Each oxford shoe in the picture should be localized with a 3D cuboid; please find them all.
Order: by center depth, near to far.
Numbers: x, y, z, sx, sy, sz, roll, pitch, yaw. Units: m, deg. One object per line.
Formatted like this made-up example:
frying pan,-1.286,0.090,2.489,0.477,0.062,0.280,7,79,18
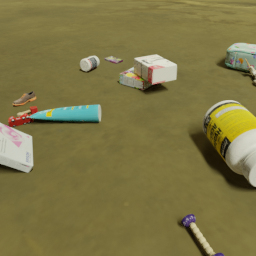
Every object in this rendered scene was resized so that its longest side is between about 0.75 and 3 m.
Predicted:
oxford shoe,-4.400,-1.263,11.814,0.380,0.388,1.065,23,39,31

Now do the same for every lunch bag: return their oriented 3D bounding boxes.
lunch bag,6.883,-3.808,15.172,2.828,1.090,2.268,19,34,26

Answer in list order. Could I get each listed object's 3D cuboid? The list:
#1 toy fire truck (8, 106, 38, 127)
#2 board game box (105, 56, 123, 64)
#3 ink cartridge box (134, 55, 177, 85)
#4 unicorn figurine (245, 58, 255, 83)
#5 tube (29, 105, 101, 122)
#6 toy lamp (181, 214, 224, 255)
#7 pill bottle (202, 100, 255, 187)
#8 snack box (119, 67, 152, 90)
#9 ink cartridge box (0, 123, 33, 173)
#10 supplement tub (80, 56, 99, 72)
toy fire truck,-3.957,-0.442,10.620,1.158,0.282,0.817,-16,36,-23
board game box,-0.831,-3.975,16.336,0.963,0.155,0.578,27,37,36
ink cartridge box,1.206,-2.691,12.696,1.282,0.746,1.760,-15,32,-22
unicorn figurine,6.652,-2.543,13.534,2.282,0.843,1.567,21,26,14
tube,-2.295,-0.517,10.509,2.533,0.638,0.981,-2,9,3
toy lamp,1.629,2.457,5.936,0.402,0.402,1.382,-12,36,-19
pill bottle,3.345,0.405,8.156,1.492,1.492,2.682,-5,32,-8
snack box,0.747,-2.574,13.729,1.450,0.540,2.039,23,39,31
ink cartridge box,-3.643,0.463,8.298,1.660,0.360,1.630,29,18,-33
supplement tub,-2.034,-3.456,14.969,0.678,0.678,0.965,17,33,24
